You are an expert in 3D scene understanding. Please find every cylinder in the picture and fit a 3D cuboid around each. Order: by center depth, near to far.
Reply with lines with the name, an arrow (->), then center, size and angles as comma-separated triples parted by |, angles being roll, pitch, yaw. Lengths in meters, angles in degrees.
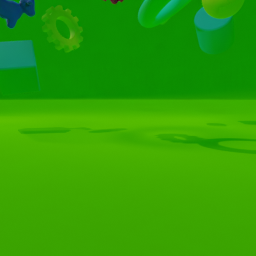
cylinder -> 3.370, -3.831, 10.849 | 1.377, 1.377, 1.377 | 3, -24, 25

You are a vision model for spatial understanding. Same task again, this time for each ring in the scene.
ring -> 1.016, -2.864, 6.004 | 1.902, 0.380, 1.902 | -36, 3, 2

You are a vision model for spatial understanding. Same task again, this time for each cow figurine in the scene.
cow figurine -> -3.643, -3.848, 8.904 | 1.283, 1.262, 0.704 | 20, 26, -38

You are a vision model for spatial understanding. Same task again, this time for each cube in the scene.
cube -> -3.317, -1.803, 8.389 | 1.108, 1.108, 1.108 | -9, -30, -16

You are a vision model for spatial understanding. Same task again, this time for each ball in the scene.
ball -> 2.526, -3.482, 7.428 | 1.098, 1.098, 1.098 | 0, 6, 0

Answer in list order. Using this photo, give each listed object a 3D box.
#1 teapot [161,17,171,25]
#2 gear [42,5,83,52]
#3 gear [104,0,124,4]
teapot -> 1.281, -4.312, 10.337 | 0.717, 0.911, 1.465 | -24, -14, 11
gear -> -1.956, -2.989, 8.471 | 0.246, 1.330, 1.330 | -11, -2, 41
gear -> -0.641, -3.863, 7.080 | 1.532, 0.283, 1.532 | 33, -11, 7
